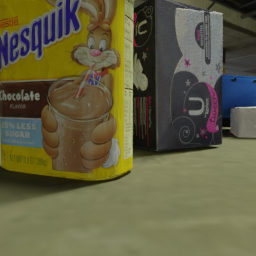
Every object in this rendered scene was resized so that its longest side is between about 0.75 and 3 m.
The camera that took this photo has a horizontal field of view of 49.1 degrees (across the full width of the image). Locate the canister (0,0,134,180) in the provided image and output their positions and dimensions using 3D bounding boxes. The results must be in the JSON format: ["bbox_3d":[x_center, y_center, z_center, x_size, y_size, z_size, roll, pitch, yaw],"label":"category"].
[{"bbox_3d":[-0.708,-0.639,3.166,1.658,2.233,0.966,2,5,24],"label":"canister"}]

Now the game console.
[{"bbox_3d":[2.411,-0.944,8.328,2.944,1.742,2.513,1,20,-19],"label":"game console"}]

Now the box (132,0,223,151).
[{"bbox_3d":[0.752,-0.859,5.137,1.575,2.383,1.367,-2,5,-30],"label":"box"}]

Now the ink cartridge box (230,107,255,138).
[{"bbox_3d":[3.808,-0.168,6.927,2.261,0.763,1.317,1,4,11],"label":"ink cartridge box"}]
